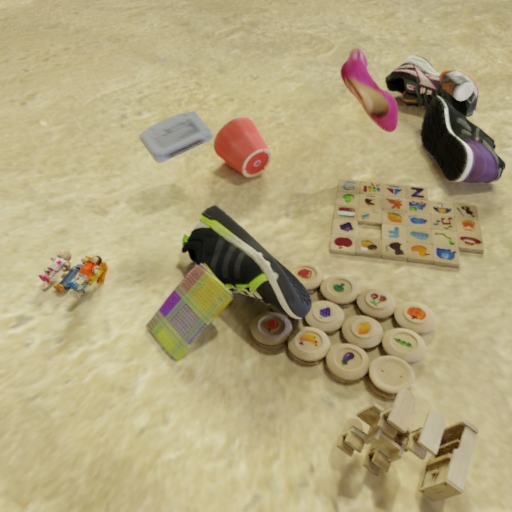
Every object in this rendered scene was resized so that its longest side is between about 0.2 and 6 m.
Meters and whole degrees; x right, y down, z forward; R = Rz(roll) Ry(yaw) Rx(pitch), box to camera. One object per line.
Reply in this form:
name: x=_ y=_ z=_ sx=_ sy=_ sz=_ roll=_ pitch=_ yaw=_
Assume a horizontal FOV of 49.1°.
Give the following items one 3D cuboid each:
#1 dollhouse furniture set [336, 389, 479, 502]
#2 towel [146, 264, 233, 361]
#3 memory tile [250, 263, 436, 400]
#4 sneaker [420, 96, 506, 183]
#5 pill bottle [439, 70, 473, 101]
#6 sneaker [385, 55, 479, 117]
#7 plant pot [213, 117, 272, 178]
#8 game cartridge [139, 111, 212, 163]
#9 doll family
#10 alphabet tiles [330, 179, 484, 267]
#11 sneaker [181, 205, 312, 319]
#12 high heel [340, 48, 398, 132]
dollhouse furniture set: x=2.148 y=2.447 z=7.706 sx=1.502 sy=1.317 sz=0.998 roll=37 pitch=50 yaw=0
towel: x=-1.135 y=0.933 z=9.638 sx=1.513 sy=0.172 sz=1.087 roll=-50 pitch=52 yaw=-1
memory tile: x=1.533 y=1.190 z=9.831 sx=2.898 sy=0.243 sz=2.222 roll=20 pitch=46 yaw=20
sneaker: x=5.067 y=-2.783 z=13.796 sx=1.333 sy=1.153 sz=3.044 roll=6 pitch=46 yaw=-12
pill bottle: x=3.881 y=-3.371 z=10.965 sx=0.393 sy=0.393 sz=0.740 roll=-11 pitch=44 yaw=-12
sneaker: x=4.814 y=-4.538 z=15.719 sx=1.291 sy=1.201 sz=2.991 roll=-32 pitch=43 yaw=-12
plant pot: x=-0.256 y=-2.514 z=13.341 sx=1.191 sy=1.191 sz=1.054 roll=-25 pitch=59 yaw=-25
game cartridge: x=-1.734 y=-2.576 z=11.963 sx=1.365 sy=0.279 sz=0.908 roll=-28 pitch=66 yaw=-17
doll family: x=-3.343 y=0.344 z=10.612 sx=1.450 sy=0.653 sz=0.900 roll=9 pitch=47 yaw=36
alphabet tiles: x=3.237 y=-0.766 z=12.099 sx=3.104 sy=0.117 sz=2.594 roll=7 pitch=42 yaw=7
sneaker: x=-0.307 y=0.364 z=10.256 sx=1.373 sy=1.189 sz=3.316 roll=-48 pitch=46 yaw=2
high heel: x=2.324 y=-3.138 z=11.379 sx=0.687 sy=2.041 sz=0.979 roll=-6 pitch=46 yaw=32
